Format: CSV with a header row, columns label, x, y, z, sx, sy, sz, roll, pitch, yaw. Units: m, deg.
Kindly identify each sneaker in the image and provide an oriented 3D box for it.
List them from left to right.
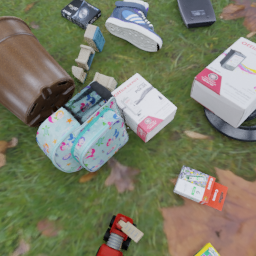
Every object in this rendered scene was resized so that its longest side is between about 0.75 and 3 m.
label,x,y,z,sx,sy,sz,roll,pitch,yaw
sneaker,0.606,-4.546,11.792,2.741,1.104,2.007,29,72,19

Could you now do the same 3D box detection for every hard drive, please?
label,x,y,z,sx,sy,sz,roll,pitch,yaw
hard drive,2.993,-5.381,12.570,1.443,0.453,2.139,-8,64,-4

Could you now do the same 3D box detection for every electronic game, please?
label,x,y,z,sx,sy,sz,roll,pitch,yaw
electronic game,4.207,-0.743,10.229,2.833,0.590,2.833,-2,57,3

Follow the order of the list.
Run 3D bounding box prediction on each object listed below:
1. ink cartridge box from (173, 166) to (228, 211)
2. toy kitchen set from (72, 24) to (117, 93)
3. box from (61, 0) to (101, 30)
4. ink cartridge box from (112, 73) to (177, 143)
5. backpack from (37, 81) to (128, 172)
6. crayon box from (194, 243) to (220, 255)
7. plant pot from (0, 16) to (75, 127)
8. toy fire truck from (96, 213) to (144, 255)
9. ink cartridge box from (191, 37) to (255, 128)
label,x,y,z,sx,sy,sz,roll,pitch,yaw
ink cartridge box,2.387,1.942,9.029,1.623,0.409,0.884,21,68,9
toy kitchen set,-0.995,-2.613,11.034,1.719,1.264,2.145,19,86,9
box,-2.097,-5.146,12.536,1.433,0.312,1.148,35,69,16
ink cartridge box,0.470,-0.751,10.070,1.506,0.851,2.055,-40,71,-17
backpack,-1.373,0.189,8.838,2.672,2.372,2.012,-37,65,-11
crayon box,2.378,3.961,8.154,0.761,0.257,0.881,-33,69,-16
plant pot,-3.577,-1.720,9.659,2.860,2.889,2.889,43,71,10
toy fire truck,-0.221,3.144,7.762,1.071,1.665,1.466,21,66,11
ink cartridge box,3.883,-1.667,9.808,2.763,1.183,2.039,-42,63,-18
